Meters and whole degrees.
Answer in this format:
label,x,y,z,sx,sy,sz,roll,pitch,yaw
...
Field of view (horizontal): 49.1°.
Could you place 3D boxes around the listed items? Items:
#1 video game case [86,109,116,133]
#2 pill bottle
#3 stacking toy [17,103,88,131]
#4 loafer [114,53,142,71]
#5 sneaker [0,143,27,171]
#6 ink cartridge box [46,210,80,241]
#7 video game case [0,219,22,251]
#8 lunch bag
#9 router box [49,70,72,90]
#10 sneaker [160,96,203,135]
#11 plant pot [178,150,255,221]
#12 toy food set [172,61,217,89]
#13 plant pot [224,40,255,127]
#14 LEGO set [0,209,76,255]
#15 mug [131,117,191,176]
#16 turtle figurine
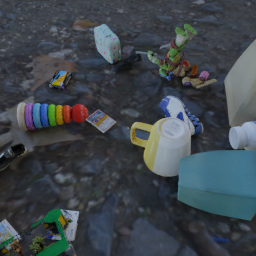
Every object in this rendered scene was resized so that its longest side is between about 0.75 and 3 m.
label,x,y,z,sx,sy,sz,roll,pitch,yaw
video game case,-1.051,-0.280,10.979,0.988,0.086,0.706,35,59,24
pill bottle,4.658,0.281,9.893,1.916,1.075,1.075,-6,51,-4
stacking toy,-2.784,-0.503,10.604,2.510,1.072,1.072,-4,51,-8
loafer,0.027,-2.980,12.883,1.438,0.505,0.488,-33,15,-15
sneaker,-4.037,0.936,9.411,0.456,0.621,1.373,47,59,6
ink cartridge box,-1.949,2.885,8.364,0.867,0.176,0.866,3,51,3
video game case,-3.712,3.257,8.110,0.843,0.102,0.926,34,59,25
lunch bag,-0.933,-3.960,13.112,0.668,1.390,1.733,-27,55,-19
router box,-2.975,-2.132,12.373,0.706,0.242,0.947,11,52,9
sneaker,1.741,-0.317,10.546,1.158,0.810,2.005,-28,58,-23
plant pot,2.661,1.652,8.528,2.223,1.571,1.570,4,51,10
toy food set,2.828,-2.386,12.556,1.435,0.356,2.257,-21,47,-17
plant pot,5.528,-1.754,10.615,2.846,2.522,2.849,6,51,5
LEGO set,-2.306,3.615,7.263,2.689,1.558,2.067,-32,30,-24
mug,1.175,0.538,9.311,2.021,1.659,1.619,-6,52,-5
turtle figurine,1.607,-3.433,11.793,1.690,2.277,2.348,2,57,-30
